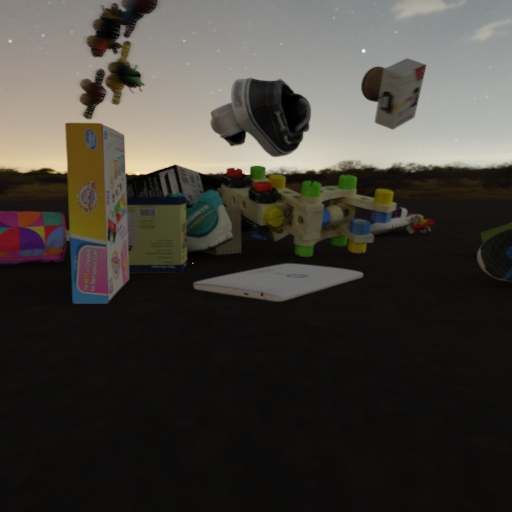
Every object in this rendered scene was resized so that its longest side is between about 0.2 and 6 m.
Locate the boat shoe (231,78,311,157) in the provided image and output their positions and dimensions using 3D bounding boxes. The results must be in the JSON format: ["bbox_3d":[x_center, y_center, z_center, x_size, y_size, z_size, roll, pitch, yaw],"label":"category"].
[{"bbox_3d":[0.475,-2.233,9.047,0.892,0.944,2.630,0,-6,19],"label":"boat shoe"}]

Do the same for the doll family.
[{"bbox_3d":[-1.907,-2.862,7.699,0.802,2.045,1.182,5,12,-22],"label":"doll family"}]

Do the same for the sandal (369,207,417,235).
[{"bbox_3d":[3.847,-1.077,15.796,1.085,0.656,2.668,-19,-2,30],"label":"sandal"}]

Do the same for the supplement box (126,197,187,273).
[{"bbox_3d":[-1.775,-0.367,9.236,1.202,1.201,0.807,0,7,-1],"label":"supplement box"}]

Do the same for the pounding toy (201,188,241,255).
[{"bbox_3d":[-0.990,-0.763,11.797,0.687,1.319,1.501,-5,9,-33],"label":"pounding toy"}]

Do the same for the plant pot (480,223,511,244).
[{"bbox_3d":[4.828,-0.283,11.011,0.717,0.755,0.755,-11,3,23],"label":"plant pot"}]

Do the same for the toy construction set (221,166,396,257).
[{"bbox_3d":[0.750,-1.063,12.033,2.620,1.841,3.996,-8,9,-28],"label":"toy construction set"}]

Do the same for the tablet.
[{"bbox_3d":[0.383,0.329,8.026,1.493,0.157,2.294,6,10,37],"label":"tablet"}]

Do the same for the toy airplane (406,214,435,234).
[{"bbox_3d":[4.524,-0.882,15.580,0.714,0.506,0.717,11,-23,-3],"label":"toy airplane"}]

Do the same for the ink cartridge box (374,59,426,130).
[{"bbox_3d":[3.146,-3.530,12.256,0.522,1.260,0.918,33,50,32],"label":"ink cartridge box"}]

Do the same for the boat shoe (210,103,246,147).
[{"bbox_3d":[-0.384,-2.070,9.168,0.589,0.561,1.636,-21,3,-4],"label":"boat shoe"}]

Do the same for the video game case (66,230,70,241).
[{"bbox_3d":[-4.426,-0.565,14.768,1.361,0.172,1.494,-4,8,-30],"label":"video game case"}]

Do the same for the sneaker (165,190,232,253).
[{"bbox_3d":[-1.612,-0.671,11.110,2.888,1.150,1.119,-5,11,39],"label":"sneaker"}]

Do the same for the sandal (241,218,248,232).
[{"bbox_3d":[-0.322,-0.880,16.625,1.776,0.425,0.667,-12,8,2],"label":"sandal"}]

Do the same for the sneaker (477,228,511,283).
[{"bbox_3d":[4.280,0.058,8.091,2.479,0.939,0.955,-2,-15,-13],"label":"sneaker"}]

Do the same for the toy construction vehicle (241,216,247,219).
[{"bbox_3d":[-0.337,-1.392,16.450,1.785,0.628,1.554,-14,5,-41],"label":"toy construction vehicle"}]

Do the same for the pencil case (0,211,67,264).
[{"bbox_3d":[-4.438,-0.253,9.574,2.305,1.019,1.019,-6,9,-25],"label":"pencil case"}]

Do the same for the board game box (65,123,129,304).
[{"bbox_3d":[-2.025,-0.578,7.311,0.429,2.129,1.629,-1,7,-4],"label":"board game box"}]

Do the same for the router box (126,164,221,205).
[{"bbox_3d":[-2.201,-1.187,13.198,2.590,0.887,3.473,-14,-3,17],"label":"router box"}]

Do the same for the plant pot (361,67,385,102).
[{"bbox_3d":[3.130,-4.173,13.746,0.859,0.859,0.749,-3,24,-23],"label":"plant pot"}]
